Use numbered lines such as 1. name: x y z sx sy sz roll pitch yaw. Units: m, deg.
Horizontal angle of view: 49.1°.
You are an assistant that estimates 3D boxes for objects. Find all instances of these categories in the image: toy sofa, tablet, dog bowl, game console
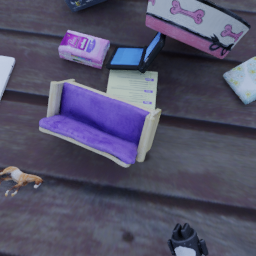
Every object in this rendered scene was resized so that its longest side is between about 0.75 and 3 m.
1. toy sofa: -0.736 -0.230 7.054 2.872 1.401 1.189 21 113 17
2. tablet: -5.028 -1.648 8.671 2.693 0.184 1.752 10 69 3
3. dog bowl: 1.805 -2.924 7.908 2.946 2.946 1.086 28 110 11
4. game console: 0.287 -2.387 8.132 1.021 1.543 1.754 30 36 -12

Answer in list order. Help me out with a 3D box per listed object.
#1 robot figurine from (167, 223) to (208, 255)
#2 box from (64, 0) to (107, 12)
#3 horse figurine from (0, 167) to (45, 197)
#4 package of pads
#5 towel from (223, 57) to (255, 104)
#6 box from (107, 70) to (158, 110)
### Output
1. robot figurine: 1.315 2.627 6.226 0.609 0.733 0.976 -22 97 -19
2. box: -0.950 -5.112 9.367 2.418 0.617 1.907 -12 64 14
3. horse figurine: -2.984 1.337 7.287 1.354 0.338 0.897 18 38 25
4. package of pads: -1.354 -2.469 8.759 1.435 0.543 0.864 16 66 3
5. towel: 3.756 -1.465 8.497 1.347 0.324 1.153 -29 68 -9
6. box: 0.090 -0.816 8.025 1.380 0.758 1.568 6 68 2
